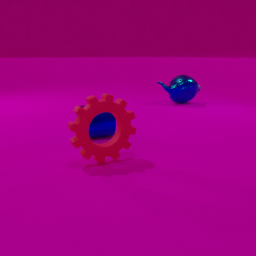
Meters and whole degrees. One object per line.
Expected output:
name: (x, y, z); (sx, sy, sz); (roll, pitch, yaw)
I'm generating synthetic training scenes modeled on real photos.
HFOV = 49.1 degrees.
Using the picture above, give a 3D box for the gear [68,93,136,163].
gear: (-0.458, 0.006, 5.218); (1.262, 1.262, 0.233); (-7, 15, -25)

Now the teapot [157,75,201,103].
teapot: (2.088, -1.614, 11.161); (1.953, 1.214, 0.956); (-2, 51, -23)

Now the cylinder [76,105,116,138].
cylinder: (-0.788, -0.166, 6.865); (0.811, 0.811, 0.811); (-5, 16, -20)
